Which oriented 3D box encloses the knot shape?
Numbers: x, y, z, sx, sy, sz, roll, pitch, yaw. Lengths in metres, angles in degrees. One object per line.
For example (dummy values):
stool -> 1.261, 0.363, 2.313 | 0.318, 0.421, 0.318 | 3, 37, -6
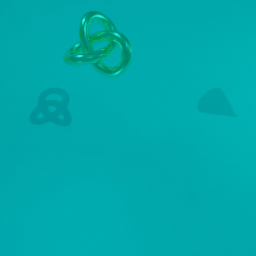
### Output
knot shape -> -0.519, -1.544, 5.024 | 1.248, 0.577, 1.168 | 4, 74, 2
